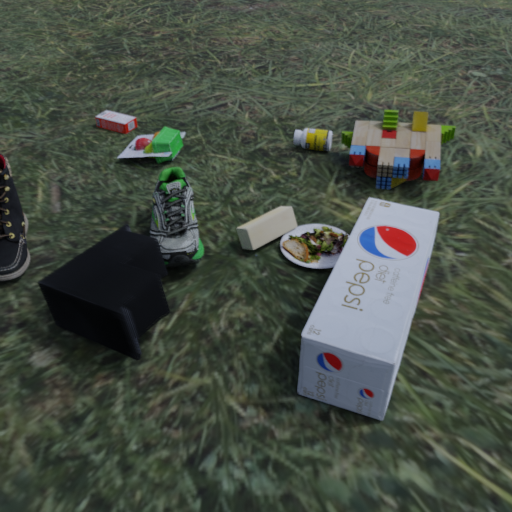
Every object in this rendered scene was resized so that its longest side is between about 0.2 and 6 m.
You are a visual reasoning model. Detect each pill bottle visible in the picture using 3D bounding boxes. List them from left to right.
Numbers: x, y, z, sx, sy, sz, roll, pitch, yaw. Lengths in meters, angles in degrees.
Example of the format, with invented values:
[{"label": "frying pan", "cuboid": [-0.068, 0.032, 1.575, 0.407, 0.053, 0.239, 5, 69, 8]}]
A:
[{"label": "pill bottle", "cuboid": [1.574, -3.236, 15.555, 1.015, 0.565, 0.565, 8, 39, 11]}]

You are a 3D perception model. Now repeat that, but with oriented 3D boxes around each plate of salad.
[{"label": "plate of salad", "cuboid": [1.305, -0.286, 11.881, 1.592, 0.382, 1.592, -1, 37, 1]}]

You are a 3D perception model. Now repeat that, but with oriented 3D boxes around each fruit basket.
[{"label": "fruit basket", "cuboid": [-2.820, -2.966, 15.272, 1.522, 0.714, 1.410, -5, 35, 20]}]

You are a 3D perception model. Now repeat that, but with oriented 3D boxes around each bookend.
[{"label": "bookend", "cuboid": [-2.254, 0.527, 10.037, 2.160, 1.001, 2.174, 13, 39, 33]}]

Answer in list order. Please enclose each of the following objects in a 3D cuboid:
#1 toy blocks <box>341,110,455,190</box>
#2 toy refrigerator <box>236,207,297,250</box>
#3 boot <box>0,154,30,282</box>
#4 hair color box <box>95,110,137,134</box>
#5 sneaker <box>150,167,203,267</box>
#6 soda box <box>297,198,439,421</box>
[{"label": "toy blocks", "cuboid": [3.487, -2.511, 14.174, 2.880, 1.439, 1.969, 7, 49, 13]}, {"label": "toy refrigerator", "cuboid": [0.230, -0.614, 12.134, 1.305, 0.495, 0.457, -29, 20, -31]}, {"label": "boot", "cuboid": [-5.225, -0.824, 11.374, 0.900, 1.851, 2.459, -8, 38, -10]}, {"label": "hair color box", "cuboid": [-4.171, -3.992, 16.703, 1.112, 0.341, 0.565, 19, 42, 21]}, {"label": "sneaker", "cuboid": [-1.815, -0.838, 11.883, 1.161, 1.268, 2.976, -8, 39, -10]}, {"label": "soda box", "cuboid": [2.089, 0.672, 9.853, 1.454, 1.359, 4.270, 14, 40, 18]}]
